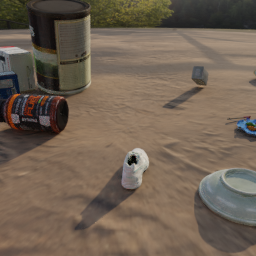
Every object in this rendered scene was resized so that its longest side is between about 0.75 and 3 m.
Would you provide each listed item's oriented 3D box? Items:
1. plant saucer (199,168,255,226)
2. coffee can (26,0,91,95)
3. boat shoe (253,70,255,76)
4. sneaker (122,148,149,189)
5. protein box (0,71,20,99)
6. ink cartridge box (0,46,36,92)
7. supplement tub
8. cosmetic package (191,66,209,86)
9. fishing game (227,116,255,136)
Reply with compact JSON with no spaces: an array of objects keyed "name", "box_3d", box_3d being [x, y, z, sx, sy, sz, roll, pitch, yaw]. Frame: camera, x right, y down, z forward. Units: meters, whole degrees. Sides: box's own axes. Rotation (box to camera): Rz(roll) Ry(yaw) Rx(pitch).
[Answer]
[{"name":"plant saucer","box_3d":[1.945,1.022,4.727,1.445,0.363,1.445,0,23,0]},{"name":"coffee can","box_3d":[-2.429,-3.001,10.323,2.138,2.921,2.138,3,36,-2]},{"name":"boat shoe","box_3d":[6.540,-2.574,12.677,1.744,0.645,0.579,-6,30,-12]},{"name":"sneaker","box_3d":[0.163,0.646,5.428,0.443,0.505,1.259,2,22,9]},{"name":"protein box","box_3d":[-4.168,-1.276,9.210,1.012,1.005,0.683,-15,27,-30]},{"name":"ink cartridge box","box_3d":[-4.512,-2.361,11.117,0.857,1.477,2.047,-18,29,-35]},{"name":"supplement tub","box_3d":[-2.516,-0.399,7.292,1.763,0.943,0.943,3,24,9]},{"name":"cosmetic package","box_3d":[2.851,-2.046,11.030,0.450,0.533,0.998,10,-4,25]},{"name":"fishing game","box_3d":[3.470,-0.057,7.373,1.199,0.260,1.674,-6,24,-20]}]
